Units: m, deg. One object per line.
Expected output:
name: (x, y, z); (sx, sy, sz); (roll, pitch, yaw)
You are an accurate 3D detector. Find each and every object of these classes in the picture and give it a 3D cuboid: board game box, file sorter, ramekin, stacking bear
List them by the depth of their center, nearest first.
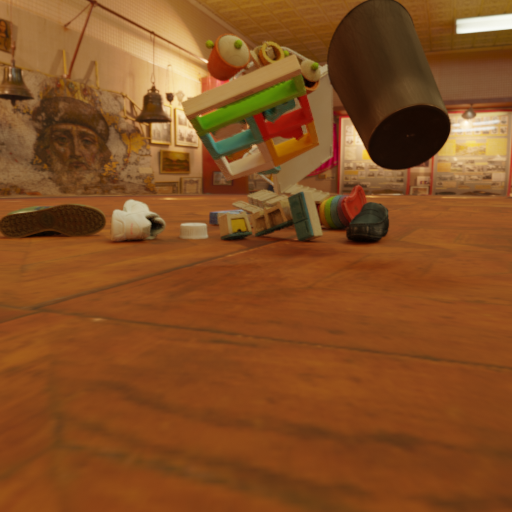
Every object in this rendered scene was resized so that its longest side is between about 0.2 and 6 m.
file sorter: (0.618, -3.457, 14.223); (1.998, 2.880, 1.793); (-38, 59, -19)
ramekin: (-1.612, -0.637, 14.390); (0.738, 0.360, 0.738); (0, 8, 0)
stacking bear: (2.272, -1.302, 16.802); (1.903, 1.082, 1.156); (-6, 28, 43)
board game box: (-0.099, -1.256, 18.411); (2.060, 0.449, 2.070); (7, 10, 34)

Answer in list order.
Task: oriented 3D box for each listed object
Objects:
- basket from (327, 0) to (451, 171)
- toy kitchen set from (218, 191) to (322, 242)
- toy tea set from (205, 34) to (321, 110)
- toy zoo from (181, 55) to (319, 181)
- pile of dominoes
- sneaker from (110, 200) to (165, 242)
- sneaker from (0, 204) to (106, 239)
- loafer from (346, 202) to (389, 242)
basket: (2.438, -2.973, 10.328); (1.766, 2.342, 2.597); (-8, 53, -1)
toy kitchen set: (0.301, -0.724, 13.666); (1.562, 1.148, 1.949); (-8, -9, -43)
toy tea set: (0.222, -3.805, 11.391); (2.655, 1.579, 0.983); (-23, -3, -31)
toy zoo: (0.056, -1.895, 8.572); (1.674, 0.261, 2.552); (-21, -20, 7)
pile of dominoes: (0.813, -1.599, 17.703); (2.309, 0.472, 2.962); (-23, 25, -22)
sneaker: (-2.886, -0.805, 14.259); (1.206, 0.946, 2.428); (6, 17, -2)
sneaker: (-5.350, -0.990, 14.897); (2.618, 0.878, 1.175); (-5, 14, -14)
loafer: (2.791, -0.869, 13.928); (0.905, 0.936, 2.667); (3, 9, 22)
